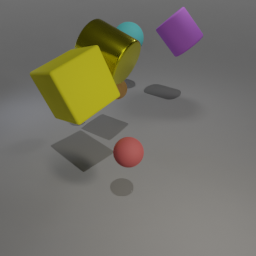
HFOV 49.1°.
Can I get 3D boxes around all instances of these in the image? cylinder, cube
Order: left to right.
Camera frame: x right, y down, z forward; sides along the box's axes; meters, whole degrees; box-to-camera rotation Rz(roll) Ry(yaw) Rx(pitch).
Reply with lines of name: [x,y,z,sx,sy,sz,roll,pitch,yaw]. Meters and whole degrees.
cube: [-1.334,-1.100,7.088,1.400,1.400,1.400,-39,29,-26]
cylinder: [-0.574,-2.186,8.087,1.400,1.400,1.400,33,39,13]
cylinder: [2.094,-3.893,11.415,1.400,1.400,1.400,-38,13,10]

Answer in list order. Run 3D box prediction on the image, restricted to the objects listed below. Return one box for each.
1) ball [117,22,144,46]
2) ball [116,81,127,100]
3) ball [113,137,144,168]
ball: [0.015,-4.125,12.845,1.400,1.400,1.400,0,30,0]
ball: [-0.372,-1.277,9.106,0.700,0.700,0.700,0,30,0]
ball: [0.011,0.552,6.390,0.700,0.700,0.700,0,30,0]
